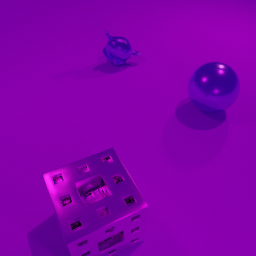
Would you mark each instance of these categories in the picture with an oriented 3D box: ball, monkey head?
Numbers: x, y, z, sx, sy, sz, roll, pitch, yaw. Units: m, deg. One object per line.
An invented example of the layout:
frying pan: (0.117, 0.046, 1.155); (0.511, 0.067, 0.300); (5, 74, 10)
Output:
ball: (2.253, -1.076, 7.411); (1.337, 1.337, 1.337); (0, 46, 0)
monkey head: (-0.310, -2.617, 9.117); (1.428, 0.860, 1.027); (26, 34, -25)

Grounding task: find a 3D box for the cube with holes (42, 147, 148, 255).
cube with holes: (-0.567, 1.442, 4.987); (1.325, 1.325, 1.325); (-20, 49, -18)
